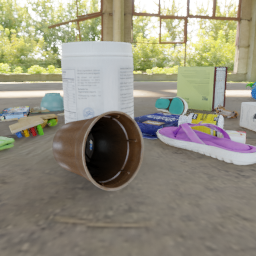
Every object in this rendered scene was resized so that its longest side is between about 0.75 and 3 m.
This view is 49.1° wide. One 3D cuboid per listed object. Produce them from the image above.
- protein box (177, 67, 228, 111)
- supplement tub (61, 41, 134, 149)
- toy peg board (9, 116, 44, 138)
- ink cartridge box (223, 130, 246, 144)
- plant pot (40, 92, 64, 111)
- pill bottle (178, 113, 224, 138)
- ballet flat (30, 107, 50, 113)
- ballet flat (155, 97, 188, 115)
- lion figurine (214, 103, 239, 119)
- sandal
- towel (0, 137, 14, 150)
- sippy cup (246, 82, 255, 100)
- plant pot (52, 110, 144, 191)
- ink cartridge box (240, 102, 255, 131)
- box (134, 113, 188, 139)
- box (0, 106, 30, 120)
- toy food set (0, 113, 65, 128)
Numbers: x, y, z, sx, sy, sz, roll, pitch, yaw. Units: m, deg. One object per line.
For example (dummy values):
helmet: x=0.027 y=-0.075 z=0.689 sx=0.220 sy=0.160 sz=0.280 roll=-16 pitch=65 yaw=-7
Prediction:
protein box: x=3.927 y=-2.159 z=14.990 sx=2.184 sy=2.200 sz=1.484 roll=12 pitch=17 yaw=44
supplement tub: x=-0.720 y=-0.712 z=6.982 sx=1.757 sy=2.664 sz=1.757 roll=0 pitch=12 yaw=0
toy peg board: x=-3.216 y=0.057 z=9.023 sx=0.988 sy=0.485 sz=0.992 roll=-22 pitch=19 yaw=-22
ink cartridge box: x=2.975 y=0.309 z=7.837 sx=0.568 sy=0.327 sz=0.783 roll=5 pitch=13 yaw=24
plant pot: x=-3.923 y=-1.397 z=14.621 sx=1.320 sy=0.884 sz=1.320 roll=-1 pitch=12 yaw=0
pill bottle: x=2.267 y=-0.088 z=8.753 sx=1.299 sy=0.728 sz=0.728 roll=6 pitch=13 yaw=25
ballet flat: x=-4.259 y=-0.881 z=13.580 sx=0.903 sy=0.295 sz=0.318 roll=-5 pitch=17 yaw=-21
ballet flat: x=2.215 y=-0.991 z=13.094 sx=0.917 sy=0.917 sz=2.641 roll=-5 pitch=12 yaw=-21
lion figurine: x=4.410 y=-0.668 z=12.401 sx=0.855 sy=0.506 sz=1.396 roll=0 pitch=23 yaw=-41
sandal: x=2.042 y=0.184 z=7.327 sx=1.236 sy=0.746 sz=3.037 roll=-9 pitch=17 yaw=-38
towel: x=-4.382 y=0.501 z=7.177 sx=2.279 sy=0.350 sz=1.700 roll=6 pitch=15 yaw=17
sippy cup: x=9.152 y=-2.554 z=19.472 sx=1.729 sy=1.357 sz=1.267 roll=-3 pitch=19 yaw=37
plant pot: x=-0.663 y=0.392 z=5.371 sx=1.392 sy=1.392 sz=1.378 roll=-11 pitch=7 yaw=-42
ink cartridge box: x=5.052 y=-0.313 z=9.312 sx=1.609 sy=0.934 sz=2.229 roll=-2 pitch=12 yaw=-8
box: x=1.049 y=-0.137 z=9.777 sx=1.629 sy=0.436 sz=2.689 roll=10 pitch=17 yaw=40
box: x=-4.956 y=-0.667 z=12.352 sx=1.102 sy=0.304 sz=1.614 roll=-8 pitch=14 yaw=-13
toy food set: x=-3.370 y=-0.234 z=10.470 sx=2.238 sy=0.449 sz=1.545 roll=-6 pitch=5 yaw=-3
